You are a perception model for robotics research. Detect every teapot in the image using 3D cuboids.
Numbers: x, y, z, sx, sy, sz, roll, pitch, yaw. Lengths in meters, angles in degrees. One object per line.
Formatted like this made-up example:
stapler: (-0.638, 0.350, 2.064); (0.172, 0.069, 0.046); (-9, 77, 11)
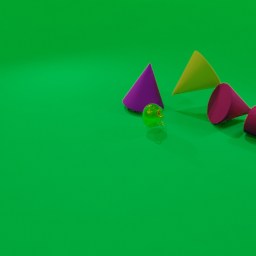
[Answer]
teapot: (0.819, -0.351, 8.563); (0.589, 1.203, 0.748); (9, 66, 26)

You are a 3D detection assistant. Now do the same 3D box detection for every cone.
cone: (0.661, -1.554, 9.940); (1.544, 1.550, 1.544); (7, 28, -4)
cone: (3.540, -0.660, 9.154); (1.348, 1.343, 1.343); (12, 27, -15)
cone: (2.168, -1.615, 9.836); (1.519, 1.513, 1.513); (-36, 29, 11)

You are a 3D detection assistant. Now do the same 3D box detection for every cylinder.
cylinder: (4.013, -0.112, 8.239); (0.881, 0.881, 0.881); (27, 39, 36)
